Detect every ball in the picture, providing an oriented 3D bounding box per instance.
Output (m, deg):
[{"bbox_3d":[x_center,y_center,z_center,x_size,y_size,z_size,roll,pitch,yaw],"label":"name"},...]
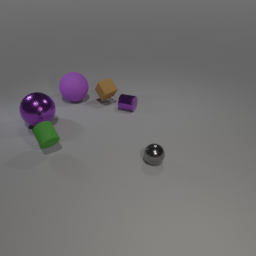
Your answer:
[{"bbox_3d":[-3.638,-0.747,11.300,1.400,1.400,1.400,0,29,0],"label":"ball"},{"bbox_3d":[-2.600,-1.977,13.468,1.400,1.400,1.400,0,29,0],"label":"ball"},{"bbox_3d":[0.863,0.855,9.204,0.700,0.700,0.700,0,29,0],"label":"ball"}]

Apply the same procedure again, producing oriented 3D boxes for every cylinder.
[{"bbox_3d":[-2.802,0.233,9.591,0.700,0.700,0.700,-22,71,-34],"label":"cylinder"},{"bbox_3d":[-0.009,-1.161,12.752,0.700,0.700,0.700,11,31,20],"label":"cylinder"}]

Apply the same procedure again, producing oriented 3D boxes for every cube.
[{"bbox_3d":[-1.024,-1.809,13.131,0.700,0.700,0.700,-27,81,-28],"label":"cube"}]
